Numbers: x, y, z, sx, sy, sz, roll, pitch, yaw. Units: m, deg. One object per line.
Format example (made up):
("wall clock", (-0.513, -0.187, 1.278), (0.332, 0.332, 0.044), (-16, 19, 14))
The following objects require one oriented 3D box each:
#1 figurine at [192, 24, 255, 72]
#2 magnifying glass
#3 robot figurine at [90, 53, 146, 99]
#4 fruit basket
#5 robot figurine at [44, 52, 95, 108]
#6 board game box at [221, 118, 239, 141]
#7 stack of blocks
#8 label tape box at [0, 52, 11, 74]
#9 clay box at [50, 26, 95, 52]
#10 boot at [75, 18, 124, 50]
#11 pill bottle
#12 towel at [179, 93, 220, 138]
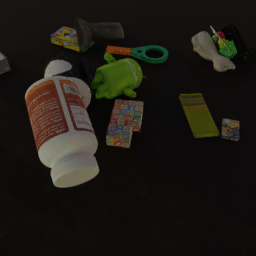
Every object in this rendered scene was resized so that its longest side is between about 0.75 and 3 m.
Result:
("figurine", (4.373, -3.430, 12.483), (2.413, 1.039, 2.355), (-19, 54, -15))
("magnifying glass", (0.429, -3.503, 12.944), (2.853, 0.320, 1.136), (7, 48, 7))
("robot figurine", (-0.387, -1.926, 10.846), (2.162, 1.251, 1.897), (-25, 76, -22))
("fruit basket", (4.128, -3.751, 12.390), (1.551, 0.727, 1.437), (50, 21, 9))
("robot figurine", (-2.263, -1.662, 10.325), (1.642, 1.977, 2.632), (4, 44, -24))
("board game box", (3.572, 0.052, 9.783), (0.588, 0.150, 0.868), (11, 48, 10))
("stack of blocks", (-0.073, -0.183, 9.740), (1.030, 0.524, 1.789), (7, 48, 6))
("label tape box", (-6.361, -2.638, 11.896), (2.106, 0.666, 1.518), (-35, 56, -28))
("clay box", (-2.647, -4.311, 13.564), (1.901, 0.453, 1.092), (20, 50, 18))
("boot", (-1.263, -4.393, 13.265), (2.248, 0.816, 2.043), (3, 58, -29))
("pill bottle", (-1.833, 0.101, 7.958), (1.630, 1.630, 2.907), (-15, 64, -14))
("towel", (2.587, -0.526, 10.288), (0.922, 0.193, 2.143), (-6, 48, -5))
